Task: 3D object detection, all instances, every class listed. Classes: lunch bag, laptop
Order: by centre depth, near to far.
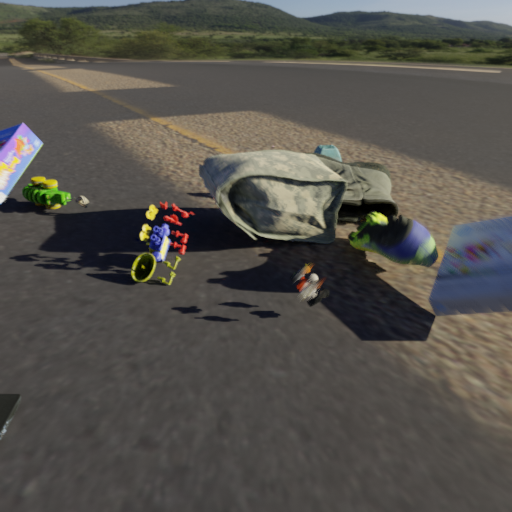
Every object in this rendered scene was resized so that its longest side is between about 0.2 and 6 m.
[{"bbox_3d":[-4.390,1.728,4.780,3.249,1.893,3.666,0,25,-1],"label":"laptop"},{"bbox_3d":[0.201,-1.327,11.689,2.690,1.581,2.206,4,23,-15],"label":"lunch bag"}]

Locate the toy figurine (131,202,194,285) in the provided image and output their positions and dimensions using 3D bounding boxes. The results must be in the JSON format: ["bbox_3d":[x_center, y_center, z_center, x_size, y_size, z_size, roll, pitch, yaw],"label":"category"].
[{"bbox_3d":[-1.721,-0.075,10.368,0.843,0.957,1.598,13,68,-2],"label":"toy figurine"}]

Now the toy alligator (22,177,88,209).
[{"bbox_3d":[-4.856,-1.388,13.106,2.177,0.646,0.591,17,29,32],"label":"toy alligator"}]

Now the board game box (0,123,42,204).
[{"bbox_3d":[-5.715,-1.652,11.299,2.555,0.572,1.718,-6,49,32],"label":"board game box"}]

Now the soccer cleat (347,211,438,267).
[{"bbox_3d":[2.458,-0.222,10.299,1.083,0.837,2.589,40,-1,-9],"label":"soccer cleat"}]

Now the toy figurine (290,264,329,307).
[{"bbox_3d":[0.828,0.452,8.618,0.377,0.533,0.542,-34,51,2],"label":"toy figurine"}]

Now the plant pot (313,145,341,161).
[{"bbox_3d":[1.984,-2.693,15.797,0.785,0.800,0.783,-4,25,-7],"label":"plant pot"}]

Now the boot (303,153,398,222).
[{"bbox_3d":[1.672,-1.551,13.091,3.198,1.083,2.089,3,30,10],"label":"boot"}]

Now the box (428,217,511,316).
[{"bbox_3d":[3.687,0.115,8.812,1.485,0.392,1.905,-9,33,40],"label":"box"}]
